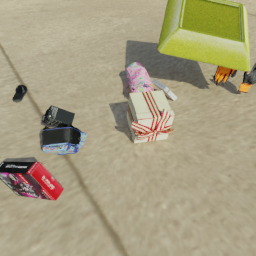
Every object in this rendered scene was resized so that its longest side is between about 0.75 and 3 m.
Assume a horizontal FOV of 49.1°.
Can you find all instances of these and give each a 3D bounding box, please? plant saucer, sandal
[{"bbox_3d":[2.425,-3.116,8.416,2.719,0.651,2.715,12,57,2],"label":"plant saucer"},{"bbox_3d":[-3.496,-1.175,9.069,0.380,0.214,0.999,-7,36,-7],"label":"sandal"}]

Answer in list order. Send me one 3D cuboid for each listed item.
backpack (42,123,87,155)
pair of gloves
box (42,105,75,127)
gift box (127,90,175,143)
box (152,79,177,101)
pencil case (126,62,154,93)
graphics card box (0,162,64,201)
[{"bbox_3d":[-1.469,0.310,6.725,0.879,0.963,0.648,-6,77,22],"label":"backpack"},{"bbox_3d":[3.395,-1.691,8.457,1.476,1.315,0.183,11,42,-10],"label":"pair of gloves"},{"bbox_3d":[-1.713,-0.246,6.874,0.602,0.854,0.337,22,75,-21],"label":"box"},{"bbox_3d":[0.511,-0.286,7.086,1.069,1.159,1.082,-10,53,-9],"label":"gift box"},{"bbox_3d":[1.151,-1.191,8.757,0.158,0.769,0.599,-52,49,6],"label":"box"},{"bbox_3d":[0.354,-1.496,9.090,0.744,0.744,1.701,-4,38,-5],"label":"pencil case"},{"bbox_3d":[-1.871,0.977,5.240,1.226,0.769,0.312,-3,42,36],"label":"graphics card box"}]
